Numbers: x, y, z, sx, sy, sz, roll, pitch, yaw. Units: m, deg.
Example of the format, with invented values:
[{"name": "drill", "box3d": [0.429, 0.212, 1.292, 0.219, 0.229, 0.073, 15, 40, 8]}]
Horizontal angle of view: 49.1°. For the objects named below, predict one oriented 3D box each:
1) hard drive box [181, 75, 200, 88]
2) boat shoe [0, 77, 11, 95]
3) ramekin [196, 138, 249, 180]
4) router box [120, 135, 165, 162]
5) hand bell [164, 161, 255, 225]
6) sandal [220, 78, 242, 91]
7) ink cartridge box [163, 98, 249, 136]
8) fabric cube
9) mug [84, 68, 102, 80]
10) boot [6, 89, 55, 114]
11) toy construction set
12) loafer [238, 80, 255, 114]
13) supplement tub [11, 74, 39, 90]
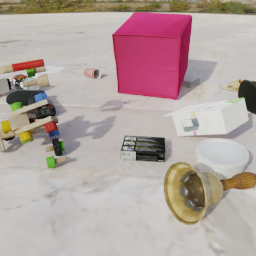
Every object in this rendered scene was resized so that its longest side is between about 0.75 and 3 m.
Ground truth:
[{"name": "hard drive box", "box3d": [2.919, -2.207, 13.320, 0.825, 0.317, 0.643, -25, 37, -38]}, {"name": "boat shoe", "box3d": [-6.244, -1.549, 11.643, 1.152, 0.928, 2.485, 9, 23, 37]}, {"name": "ramekin", "box3d": [2.387, 0.835, 7.209, 1.312, 0.611, 1.312, 0, 28, 0]}, {"name": "router box", "box3d": [0.450, 0.577, 8.016, 1.229, 0.314, 0.916, 3, 28, 6]}, {"name": "hand bell", "box3d": [2.125, 1.286, 6.249, 2.423, 1.262, 1.262, -1, 25, -31]}, {"name": "sandal", "box3d": [5.059, -1.951, 12.561, 1.729, 0.569, 0.634, 19, 33, 31]}, {"name": "ink cartridge box", "box3d": [2.345, -0.299, 8.731, 1.320, 0.759, 2.253, -22, 10, -36]}, {"name": "fabric cube", "box3d": [1.141, -3.188, 12.190, 2.743, 2.796, 2.787, 9, 40, 15]}, {"name": "mug", "box3d": [-1.786, -2.738, 14.298, 0.808, 0.717, 0.539, 18, 69, 39]}, {"name": "boot", "box3d": [-3.683, -0.852, 10.521, 1.566, 0.624, 1.900, -14, 35, -21]}, {"name": "toy construction set", "box3d": [-3.031, -0.381, 7.640, 2.067, 2.690, 2.243, -13, 22, -13]}, {"name": "loafer", "box3d": [5.193, -0.891, 10.227, 1.024, 1.048, 2.871, -7, 38, -22]}, {"name": "supplement tub", "box3d": [-4.556, -1.950, 12.369, 1.224, 0.750, 0.750, 20, 34, 33]}]
